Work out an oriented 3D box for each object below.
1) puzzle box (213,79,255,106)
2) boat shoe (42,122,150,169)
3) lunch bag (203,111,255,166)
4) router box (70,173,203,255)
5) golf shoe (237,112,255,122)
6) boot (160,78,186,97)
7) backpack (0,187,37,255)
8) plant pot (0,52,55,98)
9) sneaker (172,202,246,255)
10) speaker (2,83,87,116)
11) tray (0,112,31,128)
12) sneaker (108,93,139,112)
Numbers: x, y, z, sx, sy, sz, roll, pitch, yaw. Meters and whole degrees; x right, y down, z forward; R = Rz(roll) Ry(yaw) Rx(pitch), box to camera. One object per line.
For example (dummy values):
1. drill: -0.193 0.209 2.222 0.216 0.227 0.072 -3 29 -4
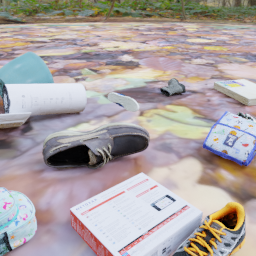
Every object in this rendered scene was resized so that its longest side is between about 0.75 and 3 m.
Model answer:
1. puzzle box: 5.076 -1.582 12.073 1.653 0.316 2.485 -7 26 -14
2. boat shoe: -0.778 0.584 6.978 2.729 1.016 1.000 -9 35 2
3. lunch bag: 2.815 0.303 7.372 1.228 0.894 1.444 25 45 30
4. router box: 0.147 1.662 5.104 1.814 0.443 1.628 -19 32 -35
5. golf shoe: 3.960 -0.182 8.976 0.563 0.493 1.278 5 26 -5
6. boot: 1.840 -1.818 12.446 0.944 0.489 1.445 -13 26 -14
7. backpack: -2.239 1.595 4.794 1.243 0.936 1.104 -14 29 -39
8. plant pot: -4.001 -1.677 10.591 1.960 1.960 1.573 22 45 38
9. sneaker: 1.263 1.830 4.430 0.753 0.743 1.923 24 36 37
10. speaker: -2.777 -0.983 9.549 2.633 1.069 1.069 -7 25 -33
11. tray: -3.550 -0.187 8.278 1.186 0.245 2.208 -7 -1 -24
12. sneaker: -0.060 -0.873 9.509 1.171 0.450 0.652 22 10 21
